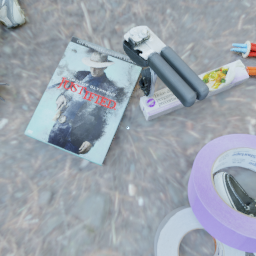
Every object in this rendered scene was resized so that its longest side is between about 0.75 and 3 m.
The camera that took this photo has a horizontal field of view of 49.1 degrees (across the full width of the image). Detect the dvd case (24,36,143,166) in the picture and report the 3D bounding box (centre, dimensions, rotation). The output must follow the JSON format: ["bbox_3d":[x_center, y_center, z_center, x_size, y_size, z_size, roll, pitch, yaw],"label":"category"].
[{"bbox_3d":[-1.039,-0.747,7.053,2.088,0.315,2.860,22,76,5],"label":"dvd case"}]

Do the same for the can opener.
[{"bbox_3d":[0.683,-1.250,5.505,0.584,0.738,2.220,-30,60,-15],"label":"can opener"}]

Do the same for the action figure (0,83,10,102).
[{"bbox_3d":[-4.330,-1.098,6.643,2.640,1.347,1.569,4,78,4],"label":"action figure"}]

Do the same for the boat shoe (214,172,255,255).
[{"bbox_3d":[2.791,1.983,6.130,0.693,0.840,2.447,-34,85,32],"label":"boat shoe"}]

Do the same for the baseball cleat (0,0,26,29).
[{"bbox_3d":[-3.357,-3.435,7.540,0.844,0.553,1.586,-24,78,-5],"label":"baseball cleat"}]

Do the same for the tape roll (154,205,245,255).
[{"bbox_3d":[1.536,2.679,6.167,1.882,0.622,1.882,0,78,-1],"label":"tape roll"}]

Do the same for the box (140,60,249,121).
[{"bbox_3d":[1.631,-0.934,6.992,2.712,0.562,0.525,-22,78,-4],"label":"box"}]

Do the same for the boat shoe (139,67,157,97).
[{"bbox_3d":[0.397,-0.990,6.121,0.326,1.151,0.395,-12,72,-5],"label":"boat shoe"}]

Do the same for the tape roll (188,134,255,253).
[{"bbox_3d":[2.506,1.274,5.883,2.378,0.780,2.378,-2,51,2],"label":"tape roll"}]

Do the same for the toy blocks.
[{"bbox_3d":[3.283,-1.740,7.225,1.219,0.443,1.016,6,77,1],"label":"toy blocks"}]
